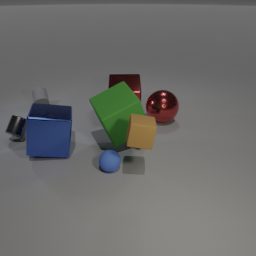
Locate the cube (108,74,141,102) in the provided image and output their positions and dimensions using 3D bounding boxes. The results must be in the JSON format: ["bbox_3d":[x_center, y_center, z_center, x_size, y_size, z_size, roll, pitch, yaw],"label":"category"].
[{"bbox_3d":[-0.149,-1.471,12.627,1.400,1.400,1.400,-1,44,-1],"label":"cube"}]

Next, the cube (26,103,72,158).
[{"bbox_3d":[-2.688,0.063,9.689,1.400,1.400,1.400,4,23,-13],"label":"cube"}]

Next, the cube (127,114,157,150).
[{"bbox_3d":[0.357,0.096,7.702,0.700,0.700,0.700,9,26,-4],"label":"cube"}]

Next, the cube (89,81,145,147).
[{"bbox_3d":[-0.296,-0.483,9.721,1.400,1.400,1.400,-28,43,-6],"label":"cube"}]

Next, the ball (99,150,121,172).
[{"bbox_3d":[-0.573,1.041,8.864,0.700,0.700,0.700,0,27,0],"label":"ball"}]

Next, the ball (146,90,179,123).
[{"bbox_3d":[1.457,-0.915,11.895,1.400,1.400,1.400,0,27,0],"label":"ball"}]

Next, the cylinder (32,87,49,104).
[{"bbox_3d":[-4.195,-1.488,13.413,0.700,0.700,0.700,-10,64,-19],"label":"cylinder"}]

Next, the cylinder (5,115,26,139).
[{"bbox_3d":[-4.164,-0.041,10.579,0.700,0.700,0.700,16,-13,4],"label":"cylinder"}]

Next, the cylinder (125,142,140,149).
[{"bbox_3d":[0.295,0.330,10.249,0.700,0.700,0.700,21,34,34],"label":"cylinder"}]
